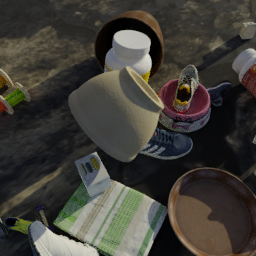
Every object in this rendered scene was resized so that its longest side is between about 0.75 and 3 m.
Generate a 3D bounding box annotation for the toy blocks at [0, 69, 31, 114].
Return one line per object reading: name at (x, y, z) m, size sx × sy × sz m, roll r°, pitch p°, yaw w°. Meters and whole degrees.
toy blocks at (-5.327, -0.973, 10.662) m, size 2.055 × 0.895 × 2.466 m, roll 36°, pitch 63°, yaw 22°

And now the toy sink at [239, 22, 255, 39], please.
toy sink at (5.676, -4.675, 13.190) m, size 0.534 × 0.820 × 0.459 m, roll -7°, pitch 57°, yaw -4°

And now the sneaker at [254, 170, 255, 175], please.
sneaker at (5.434, 1.192, 9.305) m, size 2.453 × 0.956 × 1.219 m, roll -35°, pitch 69°, yaw -11°

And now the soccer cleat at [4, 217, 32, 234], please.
soccer cleat at (-3.119, 2.895, 8.311) m, size 1.149 × 0.481 × 0.372 m, roll 8°, pitch 57°, yaw 5°

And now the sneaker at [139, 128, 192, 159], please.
sneaker at (0.839, 0.321, 9.584) m, size 2.835 × 1.198 × 1.063 m, roll 4°, pitch 58°, yaw 2°

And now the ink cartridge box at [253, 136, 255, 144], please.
ink cartridge box at (5.027, 0.268, 10.136) m, size 0.651 × 0.379 × 0.899 m, roll 30°, pitch 61°, yaw 18°

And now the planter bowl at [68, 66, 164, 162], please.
planter bowl at (-0.113, -0.569, 7.554) m, size 1.674 × 2.488 × 2.488 m, roll -42°, pitch 59°, yaw 17°

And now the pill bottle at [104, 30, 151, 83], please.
pill bottle at (-0.054, -1.875, 9.975) m, size 1.600 × 2.845 × 1.600 m, roll 6°, pitch 46°, yaw -6°

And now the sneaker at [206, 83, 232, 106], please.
sneaker at (3.711, -1.320, 11.114) m, size 1.175 × 0.447 × 0.849 m, roll -20°, pitch 47°, yaw -2°

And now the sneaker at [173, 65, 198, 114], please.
sneaker at (2.183, -1.490, 10.291) m, size 0.751 × 0.792 × 1.929 m, roll 13°, pitch 73°, yaw 8°

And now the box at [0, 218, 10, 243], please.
box at (-4.700, 3.050, 8.246) m, size 1.782 × 0.423 × 1.721 m, roll -34°, pitch 60°, yaw -20°

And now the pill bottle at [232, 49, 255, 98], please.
pill bottle at (5.331, -1.932, 10.996) m, size 1.413 × 1.413 × 2.518 m, roll -23°, pitch 59°, yaw -15°

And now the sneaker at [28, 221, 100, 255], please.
sneaker at (-1.559, 3.596, 7.594) m, size 2.964 × 1.104 × 1.291 m, roll 42°, pitch 55°, yaw 12°

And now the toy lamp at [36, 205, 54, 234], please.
toy lamp at (-2.512, 2.817, 8.491) m, size 0.285 × 0.285 × 0.978 m, roll -25°, pitch 60°, yaw -16°

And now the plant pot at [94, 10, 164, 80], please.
plant pot at (0.306, -3.743, 11.738) m, size 2.714 × 2.714 × 2.904 m, roll 11°, pitch 40°, yaw 7°

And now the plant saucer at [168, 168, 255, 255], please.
plant saucer at (2.582, 2.589, 8.436) m, size 2.863 × 0.493 × 2.863 m, roll 2°, pitch 56°, yaw -3°

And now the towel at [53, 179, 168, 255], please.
towel at (-0.483, 2.694, 8.472) m, size 2.876 × 0.441 × 2.145 m, roll 22°, pitch 52°, yaw 18°

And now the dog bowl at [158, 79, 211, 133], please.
dog bowl at (2.097, -0.944, 10.682) m, size 2.252 × 0.830 × 2.252 m, roll 0°, pitch 56°, yaw -1°

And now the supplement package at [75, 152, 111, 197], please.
supplement package at (-1.081, 1.440, 8.723) m, size 0.747 × 0.742 × 0.985 m, roll -24°, pitch 57°, yaw -14°
